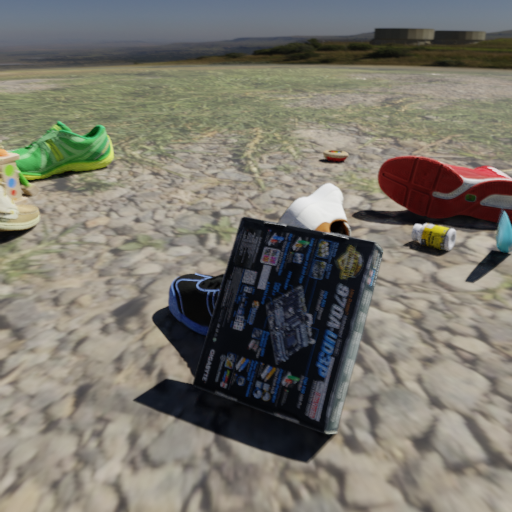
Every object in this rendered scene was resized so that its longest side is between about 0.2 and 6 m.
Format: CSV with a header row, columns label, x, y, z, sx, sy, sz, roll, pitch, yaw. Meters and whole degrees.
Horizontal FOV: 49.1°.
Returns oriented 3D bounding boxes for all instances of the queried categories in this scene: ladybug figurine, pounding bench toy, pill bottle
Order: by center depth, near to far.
label,x,y,z,sx,sy,sz,roll,pitch,yaw
pill bottle,3.348,-0.372,10.599,0.746,0.419,0.419,17,29,37
pounding bench toy,-5.878,-1.863,12.897,1.032,1.296,1.662,12,26,26
ladybug figurine,2.368,-2.972,16.697,0.782,0.281,0.531,12,26,25

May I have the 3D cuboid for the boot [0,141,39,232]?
label,x,y,z,sx,sy,sz,roll,pitch,yaw
boot,-5.008,-1.385,10.684,0.822,1.763,2.280,13,10,23

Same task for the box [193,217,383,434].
label,x,y,z,sx,sy,sz,roll,pitch,yaw
box,0.344,0.701,6.232,1.647,2.072,0.477,12,-8,26

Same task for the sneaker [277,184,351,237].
label,x,y,z,sx,sy,sz,roll,pitch,yaw
sneaker,1.337,-0.624,10.897,1.166,1.003,2.754,39,27,9

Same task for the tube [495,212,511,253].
label,x,y,z,sx,sy,sz,roll,pitch,yaw
tube,4.357,-0.351,9.841,0.336,0.517,1.334,6,-10,28

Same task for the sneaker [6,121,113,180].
label,x,y,z,sx,sy,sz,roll,pitch,yaw
sneaker,-5.543,-2.911,15.169,3.331,1.392,1.234,-20,31,-36

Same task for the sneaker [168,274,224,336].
label,x,y,z,sx,sy,sz,roll,pitch,yaw
sneaker,-0.071,0.568,7.523,2.956,1.151,1.036,18,30,35

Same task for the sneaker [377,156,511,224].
label,x,y,z,sx,sy,sz,roll,pitch,yaw
sneaker,4.393,-1.540,12.672,3.239,1.269,1.871,19,19,11
